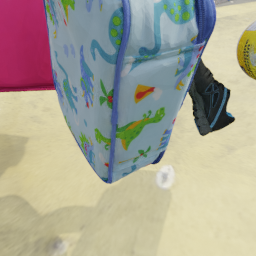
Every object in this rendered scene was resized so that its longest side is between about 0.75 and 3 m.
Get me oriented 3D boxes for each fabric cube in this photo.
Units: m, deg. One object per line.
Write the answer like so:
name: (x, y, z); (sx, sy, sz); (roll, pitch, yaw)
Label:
fabric cube: (-2.466, -1.984, 5.760); (2.363, 2.401, 2.409); (-3, 11, -11)

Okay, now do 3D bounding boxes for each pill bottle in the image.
pill bottle: (2.572, -1.321, 4.779); (1.202, 1.202, 2.147); (4, 19, 6)

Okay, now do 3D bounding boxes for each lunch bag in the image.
lunch bag: (-0.287, -0.912, 3.738); (1.215, 2.946, 2.368); (-21, 53, -25)

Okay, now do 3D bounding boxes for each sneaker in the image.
sneaker: (1.338, -0.707, 4.802); (0.697, 1.703, 0.623); (-18, 26, 10)

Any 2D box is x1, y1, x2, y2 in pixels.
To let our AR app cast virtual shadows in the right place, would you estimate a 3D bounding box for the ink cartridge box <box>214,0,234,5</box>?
ink cartridge box: (2.549, -3.294, 6.720); (0.579, 0.349, 0.797); (-37, 29, -24)
